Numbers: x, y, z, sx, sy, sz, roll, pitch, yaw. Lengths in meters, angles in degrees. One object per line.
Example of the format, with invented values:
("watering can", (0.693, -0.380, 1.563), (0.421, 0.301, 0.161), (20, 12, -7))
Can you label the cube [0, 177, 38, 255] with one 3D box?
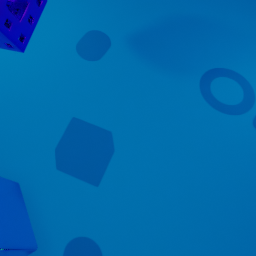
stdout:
("cube", (-2.147, 1.381, 3.807), (1.135, 1.135, 1.135), (-31, 62, 2))

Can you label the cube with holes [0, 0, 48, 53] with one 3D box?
("cube with holes", (-2.306, -2.141, 4.717), (1.129, 1.129, 1.129), (15, 77, 18))
